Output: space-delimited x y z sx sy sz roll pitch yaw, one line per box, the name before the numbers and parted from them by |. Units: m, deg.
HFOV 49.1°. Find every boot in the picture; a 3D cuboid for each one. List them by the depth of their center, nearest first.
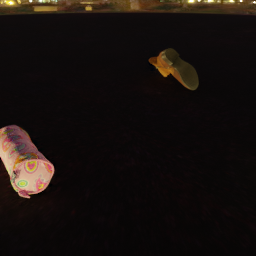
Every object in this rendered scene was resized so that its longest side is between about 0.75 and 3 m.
boot | 1.807 -2.276 11.586 1.975 0.718 2.098 39 -7 -11

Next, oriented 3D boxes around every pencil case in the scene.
pencil case | -2.261 0.628 5.887 0.863 0.863 1.974 -17 30 -30
